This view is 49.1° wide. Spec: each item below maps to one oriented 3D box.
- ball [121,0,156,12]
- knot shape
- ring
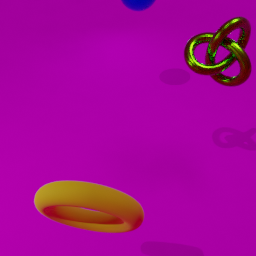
[{"bbox_3d":[0.289,-3.834,7.757,1.124,1.124,1.124,0,44,0],"label":"ball"},{"bbox_3d":[1.905,-1.385,5.555,1.378,1.289,0.637,-27,19,17],"label":"knot shape"},{"bbox_3d":[-0.441,0.940,3.228,1.262,1.262,0.252,6,58,6],"label":"ring"}]
